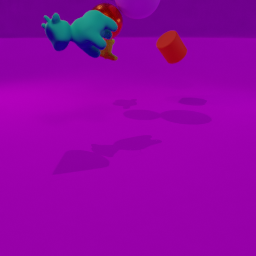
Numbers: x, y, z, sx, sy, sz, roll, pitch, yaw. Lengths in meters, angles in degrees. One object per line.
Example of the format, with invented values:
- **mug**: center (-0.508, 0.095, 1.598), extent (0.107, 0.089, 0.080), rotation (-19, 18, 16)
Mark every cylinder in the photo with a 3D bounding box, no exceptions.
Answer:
- **cylinder**: center (1.556, -2.864, 9.963), extent (0.837, 0.837, 0.837), rotation (-24, 44, 26)

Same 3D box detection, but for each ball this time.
- **ball**: center (0.280, -3.921, 8.184), extent (1.374, 1.374, 1.374), rotation (0, 20, 0)
- **ball**: center (-0.678, -3.182, 8.403), extent (1.055, 1.055, 1.055), rotation (0, 20, 0)

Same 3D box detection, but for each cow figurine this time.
- **cow figurine**: center (-1.075, -2.184, 6.188), extent (1.374, 1.396, 0.766), rotation (34, -26, -14)

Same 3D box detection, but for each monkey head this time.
- **monkey head**: center (-0.745, -2.827, 9.705), extent (1.006, 0.843, 1.399), rotation (24, 18, 13)
